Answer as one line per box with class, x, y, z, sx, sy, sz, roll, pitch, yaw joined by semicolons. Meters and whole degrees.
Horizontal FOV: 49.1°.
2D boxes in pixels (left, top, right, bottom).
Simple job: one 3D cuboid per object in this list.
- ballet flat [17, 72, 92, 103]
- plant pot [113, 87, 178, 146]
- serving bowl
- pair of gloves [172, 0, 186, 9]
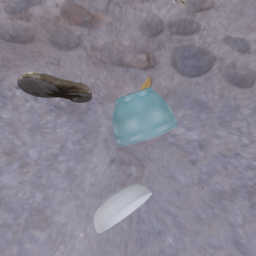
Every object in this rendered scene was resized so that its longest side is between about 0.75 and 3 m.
ballet flat;-1.430;-0.862;5.707;0.595;1.766;0.409;-23;72;36
plant pot;0.220;-0.274;5.254;1.236;1.236;0.828;-21;98;-4
serving bowl;-0.135;1.240;4.553;1.069;1.069;0.352;-36;71;-6
pair of gloves;0.927;-2.976;6.228;0.799;0.140;0.679;8;47;-34
